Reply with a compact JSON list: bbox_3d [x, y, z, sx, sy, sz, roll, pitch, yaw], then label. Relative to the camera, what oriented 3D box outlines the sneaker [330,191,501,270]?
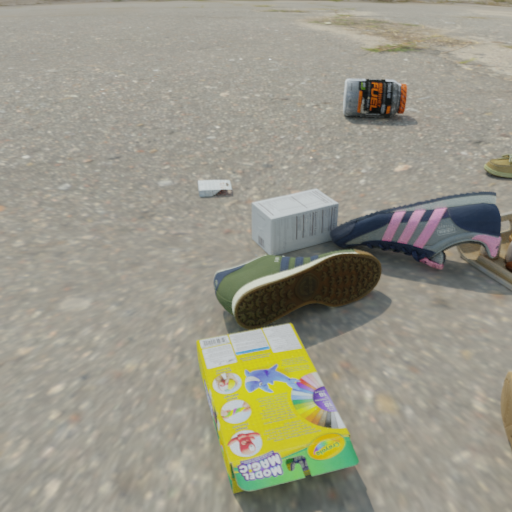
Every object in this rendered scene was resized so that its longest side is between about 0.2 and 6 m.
[{"bbox_3d":[2.695,-0.283,9.643,2.871,1.177,1.007,-11,-5,25],"label":"sneaker"}]

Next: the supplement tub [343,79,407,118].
[{"bbox_3d":[3.609,-4.820,17.118,1.840,1.127,1.127,3,31,6],"label":"supplement tub"}]

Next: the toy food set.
[{"bbox_3d":[5.001,-0.024,9.279,1.991,0.838,2.775,-14,34,-21],"label":"toy food set"}]

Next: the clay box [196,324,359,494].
[{"bbox_3d":[0.154,1.768,6.528,1.326,0.549,2.308,-9,33,-12],"label":"clay box"}]

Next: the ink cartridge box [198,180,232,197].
[{"bbox_3d":[-0.927,-1.511,12.483,0.728,0.172,0.583,-2,29,-8],"label":"ink cartridge box"}]

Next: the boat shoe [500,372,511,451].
[{"bbox_3d":[3.103,2.027,5.911,0.700,0.777,2.161,2,24,13],"label":"boat shoe"}]

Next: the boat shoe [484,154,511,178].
[{"bbox_3d":[6.404,-2.238,13.243,1.982,0.623,0.723,0,31,0],"label":"boat shoe"}]

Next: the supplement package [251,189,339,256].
[{"bbox_3d":[0.717,-0.637,10.380,1.418,0.777,0.807,-14,33,-23],"label":"supplement package"}]

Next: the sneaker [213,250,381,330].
[{"bbox_3d":[0.563,0.292,8.680,2.682,0.899,1.204,-14,26,-29],"label":"sneaker"}]
